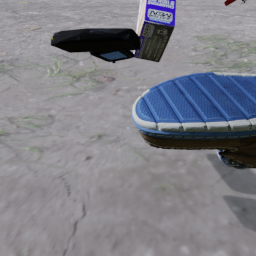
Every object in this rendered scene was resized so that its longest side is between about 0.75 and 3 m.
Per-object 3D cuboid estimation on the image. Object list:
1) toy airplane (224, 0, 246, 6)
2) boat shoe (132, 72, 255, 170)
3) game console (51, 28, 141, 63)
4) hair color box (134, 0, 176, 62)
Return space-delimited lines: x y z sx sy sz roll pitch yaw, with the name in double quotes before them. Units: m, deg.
"toy airplane" 2.588 -3.289 6.639 0.773 0.773 0.142 2 33 4
"boat shoe" 1.203 -0.011 2.734 2.354 0.852 0.850 -5 40 -7
"game console" -0.321 -1.411 4.995 1.265 0.258 2.144 2 6 15
"hair color box" 0.732 -3.225 7.460 0.823 1.388 2.539 8 65 -7
